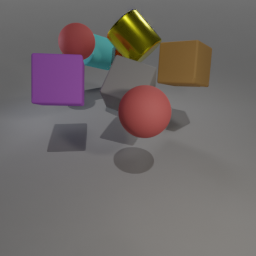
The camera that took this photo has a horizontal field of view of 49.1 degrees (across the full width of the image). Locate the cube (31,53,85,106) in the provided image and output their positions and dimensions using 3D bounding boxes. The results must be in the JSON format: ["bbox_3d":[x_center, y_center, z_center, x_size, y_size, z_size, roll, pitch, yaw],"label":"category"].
[{"bbox_3d":[-2.054,-1.395,8.467,1.400,1.400,1.400,0,3,-6],"label":"cube"}]

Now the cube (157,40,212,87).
[{"bbox_3d":[2.007,-2.210,9.870,1.400,1.400,1.400,8,7,34],"label":"cube"}]

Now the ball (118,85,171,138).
[{"bbox_3d":[0.441,-0.430,7.420,1.400,1.400,1.400,0,29,0],"label":"ball"}]

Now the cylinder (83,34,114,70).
[{"bbox_3d":[-1.342,-3.415,12.625,1.400,1.400,1.400,2,21,-43],"label":"cylinder"}]

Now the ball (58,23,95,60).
[{"bbox_3d":[-1.960,-3.298,10.754,1.400,1.400,1.400,0,29,0],"label":"ball"}]

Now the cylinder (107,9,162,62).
[{"bbox_3d":[0.220,-3.112,9.810,1.400,1.400,1.400,49,38,-2],"label":"cylinder"}]

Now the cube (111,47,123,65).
[{"bbox_3d":[-0.222,-2.784,10.790,0.700,0.700,0.700,6,-3,-15],"label":"cube"}]

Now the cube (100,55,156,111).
[{"bbox_3d":[0.054,-1.326,9.378,1.400,1.400,1.400,20,77,10],"label":"cube"}]
